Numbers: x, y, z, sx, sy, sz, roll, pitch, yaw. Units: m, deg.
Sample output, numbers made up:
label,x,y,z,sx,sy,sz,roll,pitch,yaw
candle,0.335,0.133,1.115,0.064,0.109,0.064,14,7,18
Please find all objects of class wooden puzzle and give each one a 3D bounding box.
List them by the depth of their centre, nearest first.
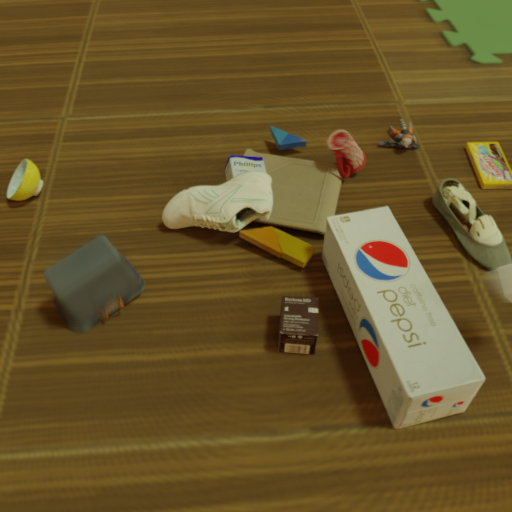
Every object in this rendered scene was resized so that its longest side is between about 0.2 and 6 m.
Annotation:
label,x,y,z,sx,sy,sz,roll,pitch,yaw
wooden puzzle,0.621,-1.348,12.109,2.446,0.424,3.625,19,52,10

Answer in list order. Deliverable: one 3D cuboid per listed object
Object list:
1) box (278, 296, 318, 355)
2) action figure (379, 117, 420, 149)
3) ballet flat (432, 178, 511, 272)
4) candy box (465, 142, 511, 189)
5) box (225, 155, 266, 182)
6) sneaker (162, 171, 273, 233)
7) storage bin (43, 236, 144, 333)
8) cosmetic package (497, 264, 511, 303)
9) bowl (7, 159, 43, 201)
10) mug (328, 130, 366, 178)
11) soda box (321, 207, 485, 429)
label,x,y,z,sx,sy,sz,roll,pitch,yaw
box,0.734,1.207,9.749,0.655,0.648,0.789,3,50,3
action figure,3.400,-2.874,13.315,0.969,0.507,0.937,0,39,-4
ballet flat,4.350,-0.687,11.293,0.780,0.737,2.314,-17,52,-13
candy box,5.363,-2.081,12.830,0.749,0.193,1.465,-2,50,1
box,-0.207,-1.675,11.794,0.761,0.434,0.827,1,53,-17
sneaker,-0.791,-0.914,11.159,2.391,0.841,0.958,-16,63,14
storage bin,-2.915,0.475,9.972,1.580,1.061,1.150,-36,59,-16
cosmetic package,4.270,0.294,8.490,1.020,0.518,0.364,-19,16,5
bowl,-4.937,-1.566,12.116,0.503,0.935,0.935,26,38,-36
mug,1.990,-2.224,12.271,0.613,0.919,0.816,-21,57,20
soda box,2.322,0.902,9.649,1.278,1.194,3.751,-11,51,-9
